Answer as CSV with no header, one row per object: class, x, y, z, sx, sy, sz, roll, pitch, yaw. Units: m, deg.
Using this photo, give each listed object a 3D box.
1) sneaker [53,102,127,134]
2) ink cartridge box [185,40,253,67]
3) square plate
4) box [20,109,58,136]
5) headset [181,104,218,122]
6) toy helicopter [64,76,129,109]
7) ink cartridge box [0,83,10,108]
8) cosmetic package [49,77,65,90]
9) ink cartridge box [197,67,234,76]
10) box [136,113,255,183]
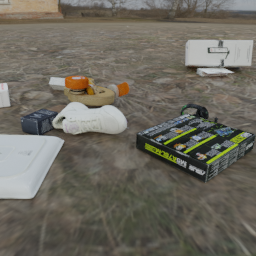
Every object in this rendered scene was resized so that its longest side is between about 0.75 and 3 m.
sneaker,-0.960,-0.092,6.864,2.017,0.755,1.005,7,33,32
ink cartridge box,4.141,-3.469,13.191,2.759,1.163,2.014,2,12,8
square plate,-2.612,0.616,5.631,2.166,0.311,2.186,0,24,2
box,-2.247,-0.158,7.199,0.579,0.408,0.782,14,28,27
headset,1.897,-0.326,7.361,1.029,0.635,0.483,29,55,-2
toy helicopter,-1.089,-1.233,8.845,1.848,1.102,2.794,-4,22,-15
ink cartridge box,-4.465,-0.978,8.821,1.334,0.560,0.970,-10,26,-22
cosmetic package,-2.425,-1.604,10.253,0.788,0.320,0.445,9,-17,11
ink cartridge box,3.851,-2.435,12.401,1.252,0.273,1.087,-4,26,-10
box,1.472,0.298,6.169,1.923,0.457,1.858,-21,34,-40
